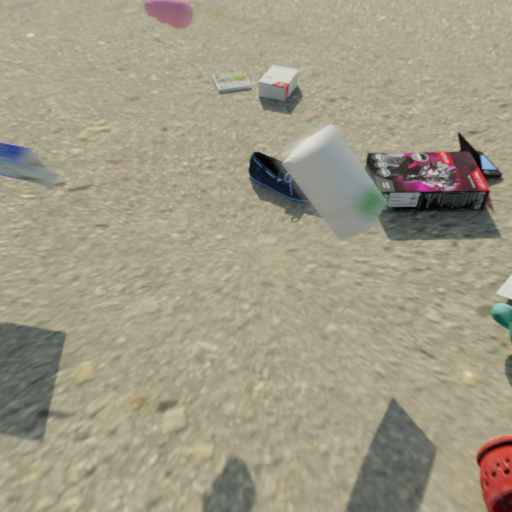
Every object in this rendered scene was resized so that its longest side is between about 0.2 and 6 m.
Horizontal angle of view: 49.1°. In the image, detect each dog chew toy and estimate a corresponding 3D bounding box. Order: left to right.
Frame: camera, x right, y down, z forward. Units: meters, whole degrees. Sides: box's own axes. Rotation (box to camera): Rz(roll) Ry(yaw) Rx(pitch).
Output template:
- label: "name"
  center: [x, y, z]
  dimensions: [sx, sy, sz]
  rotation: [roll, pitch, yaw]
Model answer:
- label: "dog chew toy"
  center: [-1.564, -4.346, 9.937]
  dimensions: [0.832, 0.518, 0.518]
  rotation: [3, 40, -27]

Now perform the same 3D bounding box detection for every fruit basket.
- label: "fruit basket"
  center: [5.828, 0.654, 10.650]
  dimensions: [1.842, 0.863, 1.706]
  rotation: [19, 45, 40]

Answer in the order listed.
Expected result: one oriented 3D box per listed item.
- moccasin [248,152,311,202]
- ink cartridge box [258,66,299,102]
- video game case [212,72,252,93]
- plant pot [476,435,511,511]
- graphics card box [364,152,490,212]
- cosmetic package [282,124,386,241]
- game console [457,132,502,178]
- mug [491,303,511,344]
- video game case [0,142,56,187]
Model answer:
- label: "moccasin"
  center: [0.657, -1.865, 13.153]
  dimensions: [2.052, 0.700, 0.826]
  rotation: [21, 48, 20]
- label: "ink cartridge box"
  center: [0.679, -5.143, 16.679]
  dimensions: [0.868, 0.499, 1.195]
  rotation: [16, 46, 16]
- label: "video game case"
  center: [-0.746, -5.325, 17.150]
  dimensions: [1.031, 0.118, 0.938]
  rotation: [-11, 45, -10]
- label: "plant pot"
  center: [3.609, 3.109, 7.874]
  dimensions: [0.973, 0.973, 0.886]
  rotation: [0, 36, 0]
- label: "graphics card box"
  center: [3.926, -1.752, 13.082]
  dimensions: [2.549, 0.648, 1.599]
  rotation: [-1, 45, 0]
- label: "cosmetic package"
  center: [1.319, -1.205, 9.327]
  dimensions: [0.710, 1.675, 0.901]
  rotation: [-22, 23, 46]
- label: "game console"
  center: [5.487, -2.484, 13.736]
  dimensions: [0.982, 0.650, 1.116]
  rotation: [-2, 43, -16]
- label: "mug"
  center: [4.916, 1.237, 9.696]
  dimensions: [1.129, 0.850, 1.374]
  rotation: [-31, 60, -3]
- label: "video game case"
  center: [-4.613, -1.762, 10.485]
  dimensions: [1.299, 1.177, 0.295]
  rotation: [13, 76, 10]
